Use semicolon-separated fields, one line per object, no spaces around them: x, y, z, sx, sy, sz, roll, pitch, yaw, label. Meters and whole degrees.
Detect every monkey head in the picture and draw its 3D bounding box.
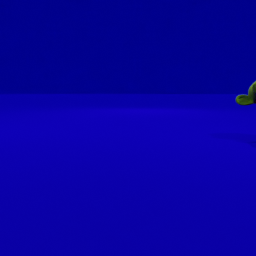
2.758;-0.581;5.376;1.211;0.872;0.730;-7;-20;10;monkey head
